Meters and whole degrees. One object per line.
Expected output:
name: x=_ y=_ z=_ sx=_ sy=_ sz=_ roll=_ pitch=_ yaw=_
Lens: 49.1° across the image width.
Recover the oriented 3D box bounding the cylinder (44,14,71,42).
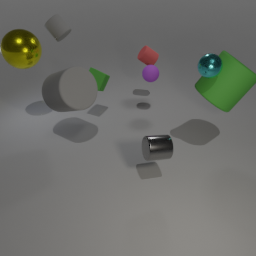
cylinder: x=-2.562 y=-3.658 z=10.255 sx=0.700 sy=0.700 sz=0.700 roll=-39 pitch=11 yaw=9

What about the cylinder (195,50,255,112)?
cylinder: x=3.075 y=-1.453 z=8.794 sx=1.400 sy=1.400 sz=1.400 roll=30 pitch=25 yaw=-16

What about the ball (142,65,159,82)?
ball: x=0.928 y=-2.224 z=11.455 sx=0.700 sy=0.700 sz=0.700 roll=0 pitch=31 yaw=0

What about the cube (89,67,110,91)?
cube: x=-1.238 y=-1.933 z=11.208 sx=0.700 sy=0.700 sz=0.700 roll=27 pitch=9 yaw=7

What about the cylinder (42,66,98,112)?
cylinder: x=-1.966 y=-1.259 z=9.400 sx=1.400 sy=1.400 sz=1.400 roll=-26 pitch=16 yaw=-36

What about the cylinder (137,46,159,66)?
cylinder: x=0.896 y=-3.207 z=12.546 sx=0.700 sy=0.700 sz=0.700 roll=29 pitch=23 yaw=-23

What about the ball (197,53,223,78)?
ball: x=2.343 y=-1.771 z=7.998 sx=0.700 sy=0.700 sz=0.700 roll=0 pitch=31 yaw=0

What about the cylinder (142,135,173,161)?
cylinder: x=0.820 y=0.551 z=7.887 sx=0.700 sy=0.700 sz=0.700 roll=-3 pitch=31 yaw=-16

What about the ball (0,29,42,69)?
ball: x=-3.840 y=-2.839 z=10.114 sx=1.400 sy=1.400 sz=1.400 roll=0 pitch=31 yaw=0
